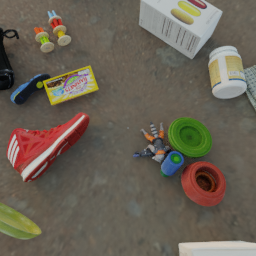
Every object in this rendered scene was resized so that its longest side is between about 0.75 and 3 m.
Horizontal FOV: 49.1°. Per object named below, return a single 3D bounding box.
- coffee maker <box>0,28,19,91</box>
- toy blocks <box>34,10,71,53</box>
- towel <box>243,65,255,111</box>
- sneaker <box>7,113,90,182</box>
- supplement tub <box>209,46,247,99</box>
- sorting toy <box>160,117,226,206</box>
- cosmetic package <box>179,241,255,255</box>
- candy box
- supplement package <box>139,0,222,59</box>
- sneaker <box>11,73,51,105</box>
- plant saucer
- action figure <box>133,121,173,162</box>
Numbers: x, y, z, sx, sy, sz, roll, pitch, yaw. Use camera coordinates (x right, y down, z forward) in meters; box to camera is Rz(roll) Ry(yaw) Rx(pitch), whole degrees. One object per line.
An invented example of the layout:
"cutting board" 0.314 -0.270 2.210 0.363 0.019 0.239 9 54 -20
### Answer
"coffee maker" -4.581 -2.431 9.620 1.941 1.361 2.021 -22 74 -8
"toy blocks" -2.941 -3.661 10.454 1.196 0.521 1.435 -24 74 -8
"towel" 5.515 -1.216 9.774 2.613 0.469 2.714 -21 71 -10
"sneaker" -2.680 0.193 8.920 1.628 1.104 2.818 42 76 11
"supplement tub" 3.363 -1.888 9.571 1.098 1.098 1.518 -2 71 -1
"sorting toy" 1.845 1.137 8.726 1.704 1.164 2.837 -3 59 -17
"cosmetic package" 2.496 4.223 7.100 1.991 2.003 2.394 -2 71 0
"candy box" -1.937 -1.451 9.555 1.692 0.224 0.865 -20 93 -5
"supplement package" 1.815 -3.946 10.094 2.488 1.363 1.415 36 76 10
"sneaker" -3.407 -1.438 9.707 1.541 0.508 0.604 -42 44 -13
"plant saucer" -3.264 2.451 7.501 1.980 1.980 0.308 29 75 9
"action figure" 0.771 0.515 9.022 1.336 0.699 1.292 -13 62 -8
